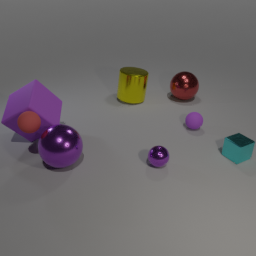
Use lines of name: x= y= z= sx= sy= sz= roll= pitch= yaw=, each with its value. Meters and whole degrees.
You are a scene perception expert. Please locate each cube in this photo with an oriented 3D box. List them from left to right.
cube: x=-3.414 y=-0.596 z=10.123 sx=1.400 sy=1.400 sz=1.400 roll=-24 pitch=47 yaw=23
cube: x=3.716 y=0.681 z=9.466 sx=0.700 sy=0.700 sz=0.700 roll=-15 pitch=32 yaw=-25

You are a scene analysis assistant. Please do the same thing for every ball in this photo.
ball: x=-3.110 y=-0.181 z=8.821 sx=0.700 sy=0.700 sz=0.700 roll=0 pitch=29 yaw=0
ball: x=-2.143 y=0.574 z=8.923 sx=1.400 sy=1.400 sz=1.400 roll=0 pitch=29 yaw=0
ball: x=0.989 y=0.914 z=9.052 sx=0.700 sy=0.700 sz=0.700 roll=0 pitch=29 yaw=0
ball: x=2.746 y=-2.050 z=13.659 sx=1.400 sy=1.400 sz=1.400 roll=0 pitch=29 yaw=0
ball: x=2.643 y=-0.295 z=11.183 sx=0.700 sy=0.700 sz=0.700 roll=0 pitch=29 yaw=0

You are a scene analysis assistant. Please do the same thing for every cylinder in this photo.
cylinder: x=0.218 y=-2.092 z=13.569 sx=1.400 sy=1.400 sz=1.400 roll=6 pitch=28 yaw=-3
